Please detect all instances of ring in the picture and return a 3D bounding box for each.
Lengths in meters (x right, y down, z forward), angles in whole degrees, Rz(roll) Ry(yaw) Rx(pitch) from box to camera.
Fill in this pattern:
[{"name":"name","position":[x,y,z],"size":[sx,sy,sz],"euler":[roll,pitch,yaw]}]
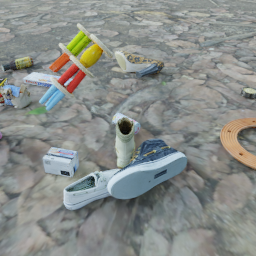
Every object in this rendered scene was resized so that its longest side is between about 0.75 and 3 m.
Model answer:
[{"name":"ring","position":[4.362,0.530,8.758],"size":[2.880,0.276,2.880],"euler":[-1,34,0]}]

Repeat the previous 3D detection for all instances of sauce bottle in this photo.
[{"name":"sauce bottle","position":[-5.521,-3.171,14.023],"size":[1.520,0.502,0.502],"euler":[-29,43,-31]}]

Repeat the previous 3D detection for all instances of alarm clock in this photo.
[{"name":"alarm clock","position":[5.124,-1.440,11.607],"size":[0.931,0.310,0.628],"euler":[8,35,15]}]

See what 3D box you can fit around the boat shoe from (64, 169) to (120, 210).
[{"name":"boat shoe","position":[-0.787,1.431,7.113],"size":[1.802,0.602,0.663],"euler":[-27,43,-34]}]

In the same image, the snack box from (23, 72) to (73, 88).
[{"name":"snack box","position":[-3.597,-2.124,12.647],"size":[2.148,0.261,0.772],"euler":[13,36,18]}]

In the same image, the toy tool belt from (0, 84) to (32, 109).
[{"name":"toy tool belt","position":[-4.554,-1.379,10.969],"size":[1.491,0.916,0.931],"euler":[9,35,12]}]

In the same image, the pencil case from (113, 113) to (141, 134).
[{"name":"pencil case","position":[-0.060,-0.159,9.613],"size":[1.012,0.420,0.459],"euler":[27,36,33]}]

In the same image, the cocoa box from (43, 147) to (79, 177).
[{"name":"cocoa box","position":[-1.865,0.953,7.865],"size":[0.821,0.547,0.538],"euler":[8,35,12]}]

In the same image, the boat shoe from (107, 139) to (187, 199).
[{"name":"boat shoe","position":[0.343,1.032,7.552],"size":[2.483,0.879,1.127],"euler":[-14,36,-32]}]

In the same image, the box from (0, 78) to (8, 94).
[{"name":"box","position":[-6.151,-1.714,11.946],"size":[1.599,0.395,1.277],"euler":[1,36,2]}]

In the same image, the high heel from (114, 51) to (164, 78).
[{"name":"high heel","position":[0.547,-3.331,13.862],"size":[1.709,0.856,2.397],"euler":[-26,54,-29]}]

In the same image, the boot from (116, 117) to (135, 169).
[{"name":"boot","position":[-0.079,0.208,8.281],"size":[0.610,1.310,1.694],"euler":[0,34,0]}]

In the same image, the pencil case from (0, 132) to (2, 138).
[{"name":"pencil case","position":[-4.535,-0.469,8.682],"size":[0.886,2.028,0.886],"euler":[4,32,-2]}]

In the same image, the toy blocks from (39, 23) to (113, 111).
[{"name":"toy blocks","position":[-1.701,-1.682,7.886],"size":[2.284,0.829,1.904],"euler":[-45,43,4]}]
